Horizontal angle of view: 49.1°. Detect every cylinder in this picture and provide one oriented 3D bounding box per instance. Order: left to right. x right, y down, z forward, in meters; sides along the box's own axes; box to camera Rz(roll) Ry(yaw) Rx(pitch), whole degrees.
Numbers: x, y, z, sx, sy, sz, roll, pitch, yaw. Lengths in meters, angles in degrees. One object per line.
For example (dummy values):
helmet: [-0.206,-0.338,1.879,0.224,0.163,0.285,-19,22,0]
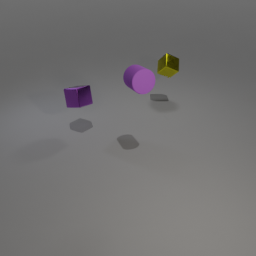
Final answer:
cylinder: [0.308,-1.366,7.833,0.700,0.700,0.700,-11,26,-18]

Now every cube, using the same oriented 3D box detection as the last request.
cube: [-1.814,-1.152,10.235,0.700,0.700,0.700,4,19,37]
cube: [1.785,-2.756,12.440,0.700,0.700,0.700,16,67,-25]
